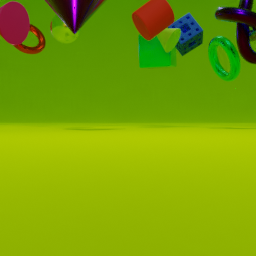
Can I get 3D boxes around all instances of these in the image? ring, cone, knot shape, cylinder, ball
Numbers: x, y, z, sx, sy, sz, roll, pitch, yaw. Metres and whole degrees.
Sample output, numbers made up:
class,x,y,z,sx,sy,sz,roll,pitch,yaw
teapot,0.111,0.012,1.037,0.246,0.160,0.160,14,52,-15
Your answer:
class,x,y,z,sx,sy,sz,roll,pitch,yaw
ring,-3.982,-3.561,11.086,1.462,1.462,0.292,-1,-23,-36
cone,-4.292,-3.578,9.371,1.363,1.358,1.358,16,6,19
cone,1.182,-3.135,9.424,0.852,0.849,0.849,38,15,19
knot shape,2.842,-2.520,6.639,1.812,1.695,0.837,32,-43,-27
cylinder,0.726,-3.195,8.155,0.911,0.911,0.911,-37,4,-4
cone,-0.984,-2.296,5.113,1.681,1.687,1.681,-5,-30,-3
ring,2.995,-2.156,8.783,0.295,1.477,1.477,-24,4,-7
ball,-1.844,-2.949,8.263,0.876,0.876,0.876,0,1,0

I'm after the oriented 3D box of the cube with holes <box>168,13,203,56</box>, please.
class,x,y,z,sx,sy,sz,roll,pitch,yaw
cube with holes,2.141,-3.450,10.408,0.907,0.907,0.907,-32,-18,4

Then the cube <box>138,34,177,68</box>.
class,x,y,z,sx,sy,sz,roll,pitch,yaw
cube,1.317,-3.346,12.234,1.378,1.378,1.378,1,11,20
